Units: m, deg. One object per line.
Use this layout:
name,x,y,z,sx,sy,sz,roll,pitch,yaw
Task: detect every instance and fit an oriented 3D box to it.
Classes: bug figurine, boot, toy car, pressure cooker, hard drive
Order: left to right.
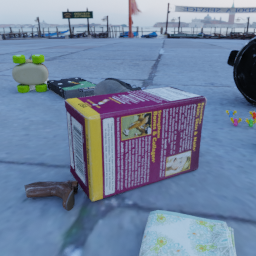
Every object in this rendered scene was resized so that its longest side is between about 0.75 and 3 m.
toy car,-4.087,-2.489,11.954,1.420,1.479,1.800,-3,26,-11
boot,-1.308,1.094,4.578,0.884,0.284,0.824,1,12,-1
hard drive,-2.268,-1.665,11.515,1.512,0.409,2.164,-13,24,-31
boot,-0.700,-0.934,9.065,1.716,0.910,2.607,-25,28,-38
bug figurine,3.287,-0.280,8.023,0.947,0.244,0.735,5,37,17
pressure cooker,4.951,-2.120,9.793,2.404,2.367,2.692,-30,5,27

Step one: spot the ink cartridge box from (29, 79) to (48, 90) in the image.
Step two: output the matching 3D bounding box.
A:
ink cartridge box,-4.004,-2.011,12.414,0.702,0.407,1.205,19,28,41

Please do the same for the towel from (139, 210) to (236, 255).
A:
towel,0.763,1.496,3.540,1.168,0.281,0.999,5,21,12

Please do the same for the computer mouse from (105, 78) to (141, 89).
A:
computer mouse,-0.340,-1.655,11.602,1.578,0.416,1.093,28,33,31

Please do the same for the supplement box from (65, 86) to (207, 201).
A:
supplement box,0.148,0.148,5.273,2.349,1.538,1.212,-10,23,-27
